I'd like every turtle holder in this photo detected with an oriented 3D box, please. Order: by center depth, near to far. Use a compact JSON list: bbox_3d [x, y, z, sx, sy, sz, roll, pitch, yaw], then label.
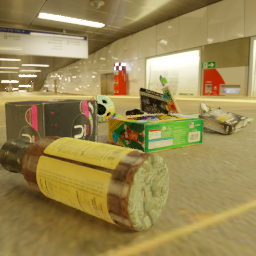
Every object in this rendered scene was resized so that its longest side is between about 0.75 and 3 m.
[{"bbox_3d":[-1.163,-0.755,12.821,1.234,1.624,1.154,-33,8,1],"label":"turtle holder"}]

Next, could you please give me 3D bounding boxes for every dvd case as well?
[{"bbox_3d":[1.205,-1.027,12.275,1.434,0.236,1.908,17,-21,12],"label":"dvd case"}]

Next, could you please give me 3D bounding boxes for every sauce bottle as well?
[{"bbox_3d":[-0.842,0.582,4.004,2.902,0.939,0.939,9,12,38],"label":"sauce bottle"}]

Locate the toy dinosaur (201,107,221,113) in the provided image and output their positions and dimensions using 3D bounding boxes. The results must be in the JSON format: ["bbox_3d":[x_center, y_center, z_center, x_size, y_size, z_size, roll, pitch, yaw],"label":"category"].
[{"bbox_3d":[4.037,-0.740,12.876,1.493,0.354,0.658,3,23,1],"label":"toy dinosaur"}]

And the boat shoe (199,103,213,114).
[{"bbox_3d":[4.326,-1.043,15.531,0.695,0.759,2.032,-3,6,20],"label":"boat shoe"}]

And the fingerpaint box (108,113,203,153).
[{"bbox_3d":[0.775,0.052,8.097,2.141,0.785,1.786,-6,11,-33],"label":"fingerpaint box"}]

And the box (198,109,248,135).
[{"bbox_3d":[3.483,-0.261,10.264,1.270,0.387,1.603,24,26,37],"label":"box"}]

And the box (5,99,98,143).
[{"bbox_3d":[-1.757,-0.040,6.901,1.143,1.318,2.156,4,9,25],"label":"box"}]

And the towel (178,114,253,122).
[{"bbox_3d":[3.827,-0.344,12.399,2.969,0.347,2.264,-6,12,-45],"label":"towel"}]

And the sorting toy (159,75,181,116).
[{"bbox_3d":[1.295,-0.837,8.809,0.237,1.742,0.981,-24,4,-2],"label":"sorting toy"}]

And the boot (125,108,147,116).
[{"bbox_3d":[0.725,-0.782,14.662,1.085,0.545,1.504,-5,6,-37],"label":"boot"}]
